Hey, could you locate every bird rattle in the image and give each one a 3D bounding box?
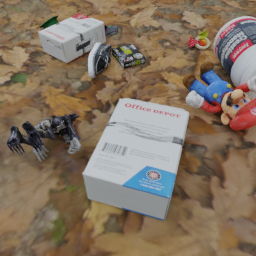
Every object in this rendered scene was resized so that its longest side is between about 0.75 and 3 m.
[{"bbox_3d":[3.157,-3.770,12.213,1.056,0.595,0.861,-35,72,-25],"label":"bird rattle"}]

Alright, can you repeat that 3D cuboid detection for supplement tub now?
[{"bbox_3d":[4.410,-2.521,10.002,1.951,1.951,2.780,-5,46,-5],"label":"supplement tub"}]

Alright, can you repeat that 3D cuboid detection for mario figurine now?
[{"bbox_3d":[3.041,-1.180,8.825,1.589,1.850,2.998,7,31,-39],"label":"mario figurine"}]

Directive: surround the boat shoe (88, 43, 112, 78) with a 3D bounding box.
[{"bbox_3d":[-1.055,-2.691,11.035,0.752,0.796,2.219,4,39,5],"label":"boat shoe"}]

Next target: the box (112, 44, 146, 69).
[{"bbox_3d":[0.011,-2.997,11.616,0.994,0.275,1.240,-19,49,-17],"label":"box"}]

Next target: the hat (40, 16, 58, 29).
[{"bbox_3d":[-3.407,-4.612,13.273,1.207,1.062,1.000,-14,26,46],"label":"hat"}]

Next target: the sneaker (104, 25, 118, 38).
[{"bbox_3d":[-0.871,-4.580,12.967,0.433,0.510,1.165,29,53,25],"label":"sneaker"}]

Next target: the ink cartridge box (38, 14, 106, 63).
[{"bbox_3d":[-2.338,-3.864,11.913,1.649,0.957,2.286,31,53,31],"label":"ink cartridge box"}]

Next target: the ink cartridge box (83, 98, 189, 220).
[{"bbox_3d":[0.341,0.672,7.469,2.064,1.191,2.845,12,48,12],"label":"ink cartridge box"}]

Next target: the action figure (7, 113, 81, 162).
[{"bbox_3d":[-2.149,0.265,7.849,1.467,1.260,2.469,-18,1,20],"label":"action figure"}]
